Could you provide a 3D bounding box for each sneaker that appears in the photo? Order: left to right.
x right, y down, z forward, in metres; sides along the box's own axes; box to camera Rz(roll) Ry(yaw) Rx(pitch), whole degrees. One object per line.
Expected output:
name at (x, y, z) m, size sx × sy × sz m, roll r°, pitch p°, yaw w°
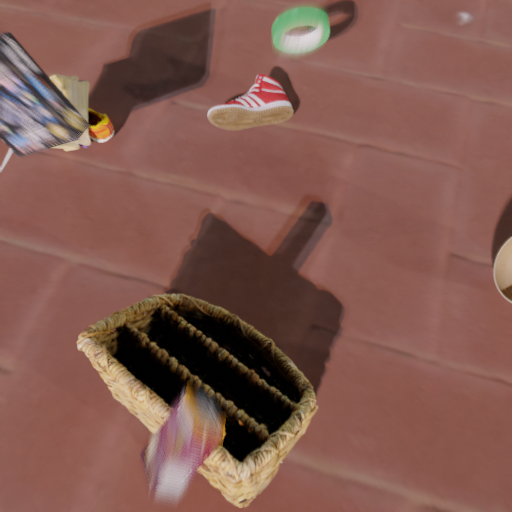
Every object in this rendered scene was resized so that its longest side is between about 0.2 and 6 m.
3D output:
sneaker at (-4.236, -3.240, 12.971) m, size 1.993 × 0.769 × 0.727 m, roll 12°, pitch 59°, yaw 10°
sneaker at (-0.226, -3.652, 13.248) m, size 2.020 × 0.719 × 1.136 m, roll -8°, pitch 61°, yaw -14°

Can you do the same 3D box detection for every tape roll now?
tape roll at (0.976, -4.919, 12.270) m, size 1.249 × 1.249 × 0.300 m, roll -5°, pitch 79°, yaw -3°

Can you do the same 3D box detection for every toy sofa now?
toy sofa at (-4.212, -3.168, 12.506) m, size 0.779 × 1.596 × 0.661 m, roll -4°, pitch 7°, yaw -42°

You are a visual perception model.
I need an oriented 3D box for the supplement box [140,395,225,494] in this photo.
supplement box at (-0.855, 2.161, 6.418) m, size 0.956 × 0.409 × 0.527 m, roll -53°, pitch 36°, yaw 9°

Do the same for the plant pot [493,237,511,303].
plant pot at (5.385, 0.336, 10.405) m, size 1.016 × 1.514 × 1.514 m, roll 20°, pitch 48°, yaw -37°

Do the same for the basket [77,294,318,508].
basket at (-0.685, 1.865, 8.705) m, size 3.219 × 2.398 × 2.298 m, roll 34°, pitch 63°, yaw 21°

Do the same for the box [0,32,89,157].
box at (-4.098, -2.632, 9.487) m, size 1.890 × 1.875 × 0.469 m, roll -4°, pitch 49°, yaw 38°

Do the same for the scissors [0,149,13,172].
scissors at (-4.591, -2.362, 10.942) m, size 0.593 × 0.113 × 1.622 m, roll 15°, pitch 89°, yaw 13°
